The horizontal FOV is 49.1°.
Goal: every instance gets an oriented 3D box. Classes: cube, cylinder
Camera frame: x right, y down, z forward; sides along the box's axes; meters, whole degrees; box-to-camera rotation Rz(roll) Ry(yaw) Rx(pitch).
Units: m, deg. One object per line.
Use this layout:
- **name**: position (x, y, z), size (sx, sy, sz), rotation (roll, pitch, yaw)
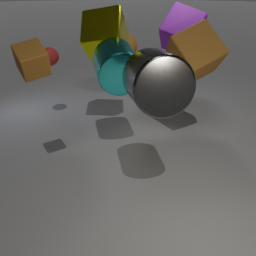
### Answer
- **cube**: position (2.254, -2.501, 9.531), size (1.400, 1.400, 1.400), rotation (-29, -10, -9)
- **cylinder**: position (0.661, -1.080, 6.507), size (1.400, 1.400, 1.400), rotation (-5, 22, -9)
- **cylinder**: position (-0.344, -1.945, 8.809), size (1.400, 1.400, 1.400), rotation (-6, 37, -11)
- **cube**: position (-0.802, -3.313, 10.116), size (1.400, 1.400, 1.400), rotation (-4, 70, 12)
- **cube**: position (-2.402, -1.693, 6.995), size (0.700, 0.700, 0.700), rotation (-24, 61, -22)
- **cube**: position (2.232, -3.926, 11.407), size (1.400, 1.400, 1.400), rotation (29, -8, 17)

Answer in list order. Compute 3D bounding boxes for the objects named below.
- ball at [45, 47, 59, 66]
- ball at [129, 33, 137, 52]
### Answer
- **ball**: position (-3.034, -2.771, 10.855), size (0.700, 0.700, 0.700), rotation (0, 28, 0)
- **ball**: position (-0.231, -4.024, 13.828), size (1.400, 1.400, 1.400), rotation (0, 28, 0)
